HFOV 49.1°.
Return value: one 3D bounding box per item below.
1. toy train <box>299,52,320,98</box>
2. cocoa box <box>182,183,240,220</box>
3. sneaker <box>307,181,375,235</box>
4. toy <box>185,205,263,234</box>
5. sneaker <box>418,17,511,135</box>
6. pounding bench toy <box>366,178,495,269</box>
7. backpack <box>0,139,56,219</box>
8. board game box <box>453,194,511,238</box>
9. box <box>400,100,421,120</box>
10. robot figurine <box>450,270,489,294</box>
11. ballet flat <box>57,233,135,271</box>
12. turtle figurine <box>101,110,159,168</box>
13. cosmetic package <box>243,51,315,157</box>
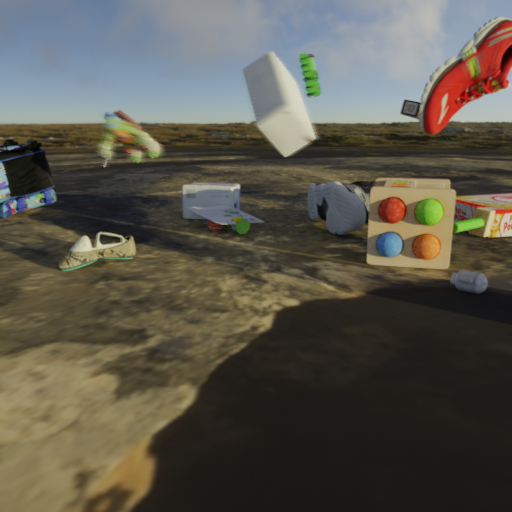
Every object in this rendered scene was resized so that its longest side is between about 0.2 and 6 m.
[{"bbox_3d":[1.357,-4.561,14.072,0.376,1.335,0.279,-9,-20,3],"label":"toy train"},{"bbox_3d":[-1.135,-1.408,14.403,1.309,0.873,0.859,3,14,13],"label":"cocoa box"},{"bbox_3d":[2.354,-1.223,13.040,1.734,1.150,3.047,-5,12,-11],"label":"sneaker"},{"bbox_3d":[-0.764,-0.797,12.861,1.107,0.454,1.923,-5,15,-30],"label":"toy"},{"bbox_3d":[3.581,-2.875,9.116,0.962,2.266,0.873,47,10,37],"label":"sneaker"},{"bbox_3d":[3.207,-0.601,10.117,2.236,1.389,1.744,4,14,14],"label":"pounding bench toy"},{"bbox_3d":[-6.891,-1.907,14.539,2.637,1.774,2.408,-26,25,-35],"label":"backpack"},{"bbox_3d":[5.969,-0.993,13.194,2.785,0.645,2.110,-4,15,-17],"label":"board game box"},{"bbox_3d":[3.730,-3.232,12.596,0.966,0.362,0.484,-2,22,-41],"label":"box"},{"bbox_3d":[3.205,0.389,8.376,0.548,0.309,0.464,12,3,40],"label":"robot figurine"},{"bbox_3d":[-2.834,-0.132,9.959,1.478,0.557,0.501,-12,19,-40],"label":"ballet flat"},{"bbox_3d":[-1.742,-1.463,7.731,0.941,0.677,0.912,49,9,20],"label":"turtle figurine"},{"bbox_3d":[0.399,-2.766,10.159,0.704,0.979,1.736,-28,47,21],"label":"cosmetic package"}]
